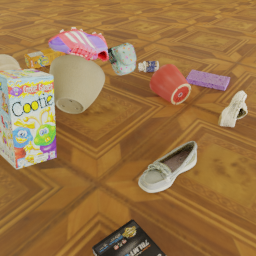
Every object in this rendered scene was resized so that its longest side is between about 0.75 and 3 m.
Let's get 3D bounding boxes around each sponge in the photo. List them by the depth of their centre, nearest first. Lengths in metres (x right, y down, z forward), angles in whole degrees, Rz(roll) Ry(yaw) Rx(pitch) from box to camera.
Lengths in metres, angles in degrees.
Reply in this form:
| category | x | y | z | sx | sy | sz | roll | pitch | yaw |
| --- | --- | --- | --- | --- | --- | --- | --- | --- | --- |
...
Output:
| category | x | y | z | sx | sy | sz | roll | pitch | yaw |
| --- | --- | --- | --- | --- | --- | --- | --- | --- | --- |
| sponge | 3.987 | -2.411 | 14.032 | 1.989 | 0.297 | 1.109 | 17 | 40 | 22 |

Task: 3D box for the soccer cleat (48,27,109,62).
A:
| category | x | y | z | sx | sy | sz | roll | pitch | yaw |
| --- | --- | --- | --- | --- | --- | --- | --- | --- | --- |
| soccer cleat | -1.394 | -2.477 | 8.615 | 0.794 | 0.910 | 2.381 | -22 | 1 | 32 |

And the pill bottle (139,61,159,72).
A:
| category | x | y | z | sx | sy | sz | roll | pitch | yaw |
| --- | --- | --- | --- | --- | --- | --- | --- | --- | --- |
| pill bottle | 1.106 | -3.296 | 15.018 | 1.018 | 0.565 | 0.565 | -3 | 36 | -4 |

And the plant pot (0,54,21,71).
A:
| category | x | y | z | sx | sy | sz | roll | pitch | yaw |
| --- | --- | --- | --- | --- | --- | --- | --- | --- | --- |
| plant pot | -4.183 | -0.955 | 10.224 | 2.321 | 2.535 | 2.535 | 37 | 46 | 10 |

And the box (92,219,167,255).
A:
| category | x | y | z | sx | sy | sz | roll | pitch | yaw |
| --- | --- | --- | --- | --- | --- | --- | --- | --- | --- |
| box | 0.021 | 2.987 | 6.640 | 1.285 | 0.319 | 1.275 | -25 | 42 | -29 |

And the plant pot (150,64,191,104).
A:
| category | x | y | z | sx | sy | sz | roll | pitch | yaw |
| --- | --- | --- | --- | --- | --- | --- | --- | --- | --- |
| plant pot | 1.952 | -1.852 | 12.431 | 1.529 | 1.529 | 1.353 | -19 | 50 | -24 |

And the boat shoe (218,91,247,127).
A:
| category | x | y | z | sx | sy | sz | roll | pitch | yaw |
| --- | --- | --- | --- | --- | --- | --- | --- | --- | --- |
| boat shoe | 4.437 | -0.708 | 11.348 | 0.777 | 0.794 | 2.241 | 24 | 52 | 29 |

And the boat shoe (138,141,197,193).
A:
| category | x | y | z | sx | sy | sz | roll | pitch | yaw |
| --- | --- | --- | --- | --- | --- | --- | --- | --- | --- |
| boat shoe | 1.291 | 1.165 | 8.736 | 2.379 | 0.763 | 0.877 | -24 | 43 | -29 |

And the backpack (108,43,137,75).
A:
| category | x | y | z | sx | sy | sz | roll | pitch | yaw |
| --- | --- | --- | --- | --- | --- | --- | --- | --- | --- |
| backpack | -0.187 | -2.838 | 11.648 | 1.069 | 1.216 | 0.932 | -28 | 20 | -35 |

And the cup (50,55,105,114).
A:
| category | x | y | z | sx | sy | sz | roll | pitch | yaw |
| --- | --- | --- | --- | --- | --- | --- | --- | --- | --- |
| cup | -2.240 | -1.593 | 11.572 | 2.341 | 2.341 | 1.675 | 5 | 61 | 7 |

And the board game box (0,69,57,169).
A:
| category | x | y | z | sx | sy | sz | roll | pitch | yaw |
| --- | --- | --- | --- | --- | --- | --- | --- | --- | --- |
| board game box | -2.468 | -0.275 | 6.733 | 1.073 | 2.084 | 1.093 | -15 | 27 | -40 |

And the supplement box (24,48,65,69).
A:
| category | x | y | z | sx | sy | sz | roll | pitch | yaw |
| --- | --- | --- | --- | --- | --- | --- | --- | --- | --- |
| supplement box | -4.647 | -3.964 | 15.812 | 2.159 | 0.718 | 0.743 | -23 | 44 | -27 |
